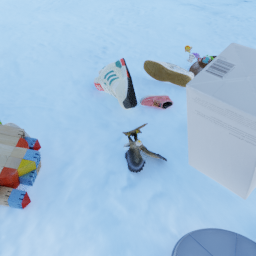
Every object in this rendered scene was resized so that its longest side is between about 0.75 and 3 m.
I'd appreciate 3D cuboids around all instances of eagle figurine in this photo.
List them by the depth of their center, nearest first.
[{"bbox_3d":[0.311,0.548,7.072,0.893,0.888,1.176,-34,71,19],"label":"eagle figurine"}]

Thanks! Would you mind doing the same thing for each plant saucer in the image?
[{"bbox_3d":[3.553,-2.307,10.903,2.299,0.420,2.299,0,37,0],"label":"plant saucer"}]

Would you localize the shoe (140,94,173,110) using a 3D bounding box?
[{"bbox_3d":[0.926,-0.824,9.000,1.036,0.370,0.471,-9,35,-16],"label":"shoe"}]

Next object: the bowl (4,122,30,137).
[{"bbox_3d":[-3.119,0.387,7.308,0.967,0.361,0.968,36,52,18],"label":"bowl"}]

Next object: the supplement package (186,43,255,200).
[{"bbox_3d":[2.329,-0.061,5.885,1.595,2.664,1.615,32,63,34],"label":"supplement package"}]

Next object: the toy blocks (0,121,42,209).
[{"bbox_3d":[-2.725,0.806,6.351,1.579,1.155,2.311,11,46,-1],"label":"toy blocks"}]

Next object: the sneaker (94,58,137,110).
[{"bbox_3d":[-0.481,-1.372,9.463,1.262,0.951,2.700,-18,40,8],"label":"sneaker"}]

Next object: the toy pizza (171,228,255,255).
[{"bbox_3d":[1.686,2.488,4.559,2.055,0.326,2.055,7,26,-3],"label":"toy pizza"}]

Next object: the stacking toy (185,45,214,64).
[{"bbox_3d":[2.777,-2.680,10.615,1.291,0.303,0.974,17,37,-8],"label":"stacking toy"}]

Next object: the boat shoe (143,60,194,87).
[{"bbox_3d":[1.522,-2.097,10.449,1.946,0.689,0.674,26,43,17],"label":"boat shoe"}]
